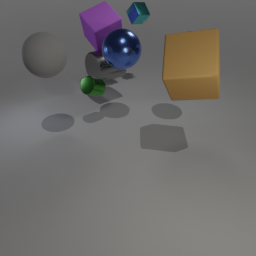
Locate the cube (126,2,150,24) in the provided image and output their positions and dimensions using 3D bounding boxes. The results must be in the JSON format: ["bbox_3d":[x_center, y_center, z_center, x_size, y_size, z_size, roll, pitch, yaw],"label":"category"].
[{"bbox_3d":[0.469,-5.305,12.960,0.700,0.700,0.700,-18,-8,-35],"label":"cube"}]

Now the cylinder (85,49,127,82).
[{"bbox_3d":[-0.999,-2.837,12.611,1.400,1.400,1.400,-23,39,-30],"label":"cylinder"}]

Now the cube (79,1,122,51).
[{"bbox_3d":[-1.186,-4.586,12.808,1.400,1.400,1.400,-31,66,-12],"label":"cube"}]

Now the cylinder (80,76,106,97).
[{"bbox_3d":[-1.322,-1.573,10.643,0.700,0.700,0.700,22,10,31],"label":"cylinder"}]

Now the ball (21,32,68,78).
[{"bbox_3d":[-2.602,-2.275,8.765,1.400,1.400,1.400,0,32,0],"label":"ball"}]

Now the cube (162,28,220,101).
[{"bbox_3d":[1.802,-1.686,7.769,1.400,1.400,1.400,0,71,19],"label":"cube"}]

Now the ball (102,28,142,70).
[{"bbox_3d":[-0.223,-2.774,9.887,1.400,1.400,1.400,0,32,0],"label":"ball"}]
